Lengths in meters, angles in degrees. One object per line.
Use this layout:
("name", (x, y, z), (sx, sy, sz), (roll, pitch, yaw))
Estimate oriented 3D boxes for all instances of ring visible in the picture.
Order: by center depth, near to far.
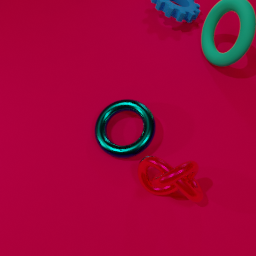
("ring", (-0.088, -0.008, 7.246), (1.624, 0.325, 1.624), (-4, 68, 11))
("ring", (2.804, -2.728, 8.001), (0.382, 1.909, 1.909), (-2, 59, -26))

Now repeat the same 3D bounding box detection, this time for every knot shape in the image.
("knot shape", (0.992, 1.092, 6.154), (1.603, 1.500, 0.741), (15, 70, 3))

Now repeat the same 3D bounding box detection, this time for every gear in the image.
("gear", (1.590, -4.137, 9.311), (1.652, 0.306, 1.652), (12, 49, -14))
